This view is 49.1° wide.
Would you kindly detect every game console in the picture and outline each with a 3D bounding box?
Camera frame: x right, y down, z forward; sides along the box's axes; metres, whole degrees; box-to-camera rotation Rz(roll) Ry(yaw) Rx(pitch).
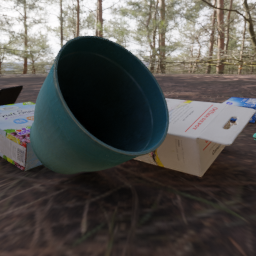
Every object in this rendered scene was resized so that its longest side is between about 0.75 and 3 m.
[{"bbox_3d":[-4.587,-0.977,9.710,1.379,0.913,1.568,2,13,6],"label":"game console"}]

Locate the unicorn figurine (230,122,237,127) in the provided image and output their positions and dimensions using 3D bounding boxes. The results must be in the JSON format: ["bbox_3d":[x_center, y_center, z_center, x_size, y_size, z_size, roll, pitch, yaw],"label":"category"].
[{"bbox_3d":[1.551,0.159,5.801,1.546,0.571,1.062,-28,21,-23],"label":"unicorn figurine"}]

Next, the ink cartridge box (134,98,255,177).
[{"bbox_3d":[0.928,0.088,4.900,2.197,0.741,1.279,10,34,39],"label":"ink cartridge box"}]

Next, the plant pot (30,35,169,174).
[{"bbox_3d":[-0.568,-0.107,4.002,1.697,1.697,1.595,-13,-17,-45],"label":"plant pot"}]

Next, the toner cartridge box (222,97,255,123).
[{"bbox_3d":[3.759,-0.646,9.233,1.047,0.476,2.203,7,15,27],"label":"toner cartridge box"}]

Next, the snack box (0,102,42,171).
[{"bbox_3d":[-1.931,0.052,5.376,1.694,0.573,1.429,21,22,27],"label":"snack box"}]

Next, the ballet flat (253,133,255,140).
[{"bbox_3d":[3.584,0.042,6.155,1.542,0.543,0.519,3,15,14],"label":"ballet flat"}]
